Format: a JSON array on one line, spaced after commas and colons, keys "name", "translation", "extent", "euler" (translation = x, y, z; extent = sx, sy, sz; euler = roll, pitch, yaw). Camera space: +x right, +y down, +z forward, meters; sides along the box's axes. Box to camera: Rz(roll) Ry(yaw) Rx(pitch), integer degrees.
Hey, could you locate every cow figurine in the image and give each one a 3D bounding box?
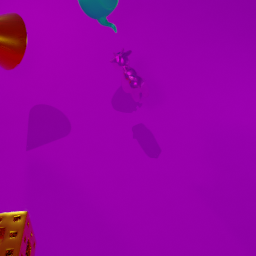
[{"name": "cow figurine", "translation": [0.039, -1.345, 6.995], "extent": [0.631, 1.131, 1.149], "euler": [-28, 43, -9]}]

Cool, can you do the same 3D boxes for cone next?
[{"name": "cone", "translation": [-3.420, -2.177, 6.560], "extent": [1.445, 1.451, 1.445], "euler": [1, 92, 35]}]

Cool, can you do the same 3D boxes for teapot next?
[{"name": "teapot", "translation": [-0.686, -3.327, 7.138], "extent": [0.892, 1.821, 1.132], "euler": [6, 27, 39]}]

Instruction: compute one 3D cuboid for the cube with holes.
[{"name": "cube with holes", "translation": [-1.754, 1.722, 3.841], "extent": [0.758, 0.758, 0.758], "euler": [-3, 34, -7]}]
